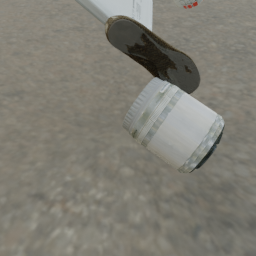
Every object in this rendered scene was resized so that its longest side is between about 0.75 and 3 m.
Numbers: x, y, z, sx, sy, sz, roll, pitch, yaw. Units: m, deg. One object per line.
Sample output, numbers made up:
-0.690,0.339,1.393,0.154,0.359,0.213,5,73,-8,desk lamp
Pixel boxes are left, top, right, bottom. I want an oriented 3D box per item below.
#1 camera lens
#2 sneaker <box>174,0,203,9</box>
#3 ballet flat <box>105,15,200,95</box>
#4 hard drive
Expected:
0.830,-0.032,5.069,1.542,1.233,1.233,36,49,7,camera lens
2.075,-3.910,8.009,1.561,0.602,0.639,-6,34,37,sneaker
0.512,-1.327,5.240,2.321,0.782,0.538,26,25,-33,ballet flat
-0.307,-3.164,6.671,0.371,2.779,1.833,-11,67,35,hard drive
